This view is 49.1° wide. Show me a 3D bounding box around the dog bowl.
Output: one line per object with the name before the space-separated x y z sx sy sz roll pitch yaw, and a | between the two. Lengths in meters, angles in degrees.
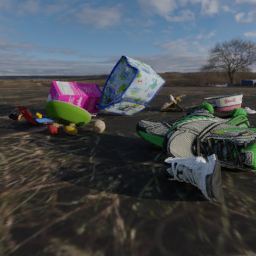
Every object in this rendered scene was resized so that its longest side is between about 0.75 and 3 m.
dog bowl | 4.867 -1.283 14.326 1.930 0.712 1.930 -9 5 1

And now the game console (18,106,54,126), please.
game console | -3.552 -0.530 10.924 0.754 1.094 1.270 -40 29 -24

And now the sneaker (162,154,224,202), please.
sneaker | 1.000 0.806 4.512 0.954 0.626 1.658 -6 1 15

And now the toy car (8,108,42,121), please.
toy car | -4.287 -0.386 11.688 1.236 0.606 0.411 15 -37 -11

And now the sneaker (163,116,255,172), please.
sneaker | 1.979 0.330 5.556 2.581 1.007 1.099 0 11 0

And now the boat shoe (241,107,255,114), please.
boat shoe | 5.913 -0.899 14.047 0.898 0.308 0.323 8 13 36

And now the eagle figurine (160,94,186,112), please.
eagle figurine | 2.348 -1.222 14.701 1.146 1.140 1.510 -40 21 35

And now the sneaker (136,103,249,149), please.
sneaker | 1.574 -0.048 7.039 2.781 1.184 1.085 1 7 12

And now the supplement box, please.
supplement box | -2.275 -1.270 12.280 2.147 1.087 1.110 -1 41 -33

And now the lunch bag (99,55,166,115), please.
lunch bag | 0.083 -1.574 11.980 2.052 2.413 1.537 8 38 -51

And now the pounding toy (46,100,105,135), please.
pounding toy | -1.838 -0.100 8.987 1.887 0.875 1.456 28 -20 -35
